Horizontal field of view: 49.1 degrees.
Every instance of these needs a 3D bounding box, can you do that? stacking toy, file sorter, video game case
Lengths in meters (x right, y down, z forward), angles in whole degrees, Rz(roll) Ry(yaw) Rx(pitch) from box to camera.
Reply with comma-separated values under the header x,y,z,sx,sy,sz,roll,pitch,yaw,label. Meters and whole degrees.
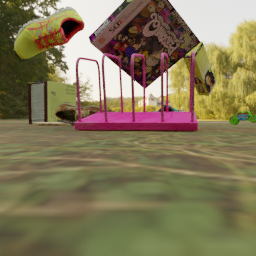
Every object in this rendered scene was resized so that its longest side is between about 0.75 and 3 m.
x,y,z,sx,sy,sz,roll,pitch,yaw,label
3.939,-0.170,6.978,2.346,0.551,1.768,-1,-1,39,stacking toy
0.293,-0.999,7.297,2.913,1.827,2.024,0,11,11,file sorter
0.590,-2.810,8.906,2.497,0.493,2.755,-38,-47,20,video game case

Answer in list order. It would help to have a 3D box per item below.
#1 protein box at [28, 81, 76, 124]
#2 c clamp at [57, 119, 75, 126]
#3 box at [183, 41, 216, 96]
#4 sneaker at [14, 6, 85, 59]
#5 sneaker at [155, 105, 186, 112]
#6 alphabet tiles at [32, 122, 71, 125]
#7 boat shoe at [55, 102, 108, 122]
x,y,z,sx,sy,sz,roll,pitch,yaw,label
-4.057,-1.308,15.141,1.467,2.174,2.158,1,2,31,protein box
-0.943,-0.118,9.230,2.086,0.283,1.782,-1,-4,27,c clamp
2.799,-2.250,10.838,0.537,0.806,2.142,14,-28,42,box
-2.696,-3.263,9.768,1.237,2.739,1.070,43,-13,36,sneaker
1.765,-0.601,13.825,1.381,0.956,2.287,11,-6,-44,sneaker
-3.385,-0.194,12.718,1.701,0.124,1.664,0,3,7,alphabet tiles
-2.187,-0.532,13.070,2.543,0.962,0.939,7,27,10,boat shoe
